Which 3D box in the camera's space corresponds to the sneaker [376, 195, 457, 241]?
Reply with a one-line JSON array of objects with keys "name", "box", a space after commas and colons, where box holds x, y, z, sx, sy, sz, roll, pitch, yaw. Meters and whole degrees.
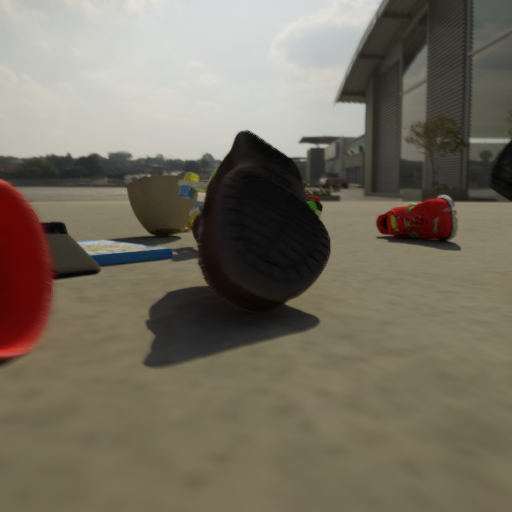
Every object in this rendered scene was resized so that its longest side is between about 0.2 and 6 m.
[{"name": "sneaker", "box": [3.138, -0.641, 11.176, 0.986, 0.895, 2.323, -11, 0, -14]}]

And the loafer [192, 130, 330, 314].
[{"name": "loafer", "box": [-0.052, -0.262, 5.565, 1.127, 1.096, 3.087, 32, 23, -12]}]

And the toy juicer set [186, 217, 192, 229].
[{"name": "toy juicer set", "box": [-0.902, -0.852, 13.947, 2.033, 0.553, 1.293, -5, -10, -1]}]

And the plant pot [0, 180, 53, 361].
[{"name": "plant pot", "box": [-1.929, 0.131, 3.341, 0.972, 1.099, 1.099, -7, 6, 9]}]

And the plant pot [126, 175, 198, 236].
[{"name": "plant pot", "box": [-1.969, -1.001, 11.968, 1.526, 1.024, 1.526, -4, -11, -1]}]

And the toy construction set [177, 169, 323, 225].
[{"name": "toy construction set", "box": [-0.023, -0.747, 9.333, 1.840, 1.293, 2.806, 24, 0, -33]}]

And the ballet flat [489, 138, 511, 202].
[{"name": "ballet flat", "box": [4.030, -0.543, 6.592, 2.749, 0.781, 0.914, 26, 13, -10]}]

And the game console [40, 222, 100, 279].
[{"name": "game console", "box": [-2.991, 0.137, 6.610, 1.463, 0.968, 1.663, -33, -18, 37]}]

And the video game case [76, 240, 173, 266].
[{"name": "video game case", "box": [-2.380, -0.065, 8.332, 1.944, 0.173, 1.391, 6, 9, 44]}]
